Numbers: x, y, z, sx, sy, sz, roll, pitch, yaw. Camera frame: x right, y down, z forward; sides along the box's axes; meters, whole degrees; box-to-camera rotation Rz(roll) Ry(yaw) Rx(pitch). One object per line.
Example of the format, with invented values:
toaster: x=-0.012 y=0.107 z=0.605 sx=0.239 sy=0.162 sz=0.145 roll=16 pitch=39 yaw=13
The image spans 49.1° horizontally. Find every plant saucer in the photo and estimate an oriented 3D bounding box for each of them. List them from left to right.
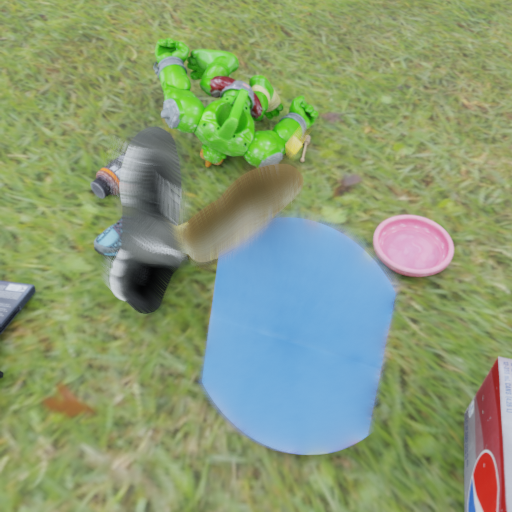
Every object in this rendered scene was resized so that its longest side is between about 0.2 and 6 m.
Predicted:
plant saucer: x=2.773 y=-0.134 z=9.989 sx=1.390 sy=0.352 sz=1.390 roll=0 pitch=49 yaw=0

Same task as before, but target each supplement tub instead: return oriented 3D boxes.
supplement tub: x=-2.755 y=-1.586 z=11.092 sx=0.576 sy=0.576 sz=1.078 roll=29 pitch=55 yaw=23

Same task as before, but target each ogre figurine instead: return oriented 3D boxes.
ogre figurine: x=-0.549 y=-3.001 z=11.433 sx=3.546 sy=1.740 sz=2.126 roll=36 pitch=50 yaw=-28

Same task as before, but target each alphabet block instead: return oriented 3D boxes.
alphabet block: x=0.754 y=-2.221 z=11.227 sx=0.250 sy=0.251 sz=0.256 roll=39 pitch=16 yaw=-13

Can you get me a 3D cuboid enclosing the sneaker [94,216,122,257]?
sneaker: x=-2.279 y=-0.667 z=10.147 sx=0.663 sy=0.798 sz=1.671 roll=35 pitch=58 yaw=26

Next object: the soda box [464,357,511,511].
soda box: x=3.174 y=3.607 z=5.892 sx=1.536 sy=1.696 sz=4.843 roll=10 pitch=50 yaw=8

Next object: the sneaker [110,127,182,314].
sneaker: x=-1.538 y=-0.416 z=8.415 sx=0.966 sy=2.908 sz=1.316 roll=3 pitch=20 yaw=-28

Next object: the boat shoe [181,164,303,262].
boat shoe: x=-0.172 y=-0.527 z=6.912 sx=1.718 sy=0.570 sz=0.636 roll=-32 pitch=72 yaw=-14

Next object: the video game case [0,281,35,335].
video game case: x=-4.594 y=1.005 z=8.763 sx=1.411 sy=0.187 sz=1.975 roll=6 pitch=35 yaw=7

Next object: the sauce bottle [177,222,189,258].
sauce bottle: x=-1.482 y=-0.157 z=9.687 sx=1.701 sy=0.561 sz=0.561 roll=-29 pitch=55 yaw=-21

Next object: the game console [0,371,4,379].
game console: x=-4.444 y=1.909 z=8.169 sx=1.057 sy=0.929 sz=0.615 roll=15 pitch=94 yaw=18

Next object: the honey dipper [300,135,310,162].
honey dipper: x=1.042 y=-2.276 z=11.981 sx=0.149 sy=0.149 sz=0.786 roll=8 pitch=54 yaw=7

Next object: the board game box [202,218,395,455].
board game box: x=0.581 y=1.061 z=7.651 sx=2.507 sy=3.173 sz=0.618 roll=13 pitch=12 yaw=26
